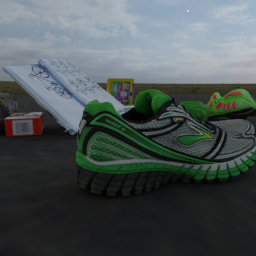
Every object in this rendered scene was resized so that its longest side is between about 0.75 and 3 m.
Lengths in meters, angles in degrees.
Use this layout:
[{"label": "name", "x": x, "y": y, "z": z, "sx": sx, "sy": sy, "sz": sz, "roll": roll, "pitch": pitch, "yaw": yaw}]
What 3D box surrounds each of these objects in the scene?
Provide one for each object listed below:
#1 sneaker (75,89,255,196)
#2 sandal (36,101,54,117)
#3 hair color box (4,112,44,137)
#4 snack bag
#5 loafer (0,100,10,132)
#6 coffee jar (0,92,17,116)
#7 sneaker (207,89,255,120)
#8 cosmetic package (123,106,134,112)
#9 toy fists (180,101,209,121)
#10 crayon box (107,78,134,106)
[{"label": "sneaker", "x": 0.605, "y": 0.075, "z": 3.238, "sx": 2.420, "sy": 1.031, "sz": 0.944, "roll": -4, "pitch": 9, "yaw": -28}, {"label": "sandal", "x": -1.653, "y": -0.559, "z": 7.755, "sx": 0.686, "sy": 0.917, "sz": 2.393, "roll": -27, "pitch": -29, "yaw": 36}, {"label": "hair color box", "x": -2.444, "y": -0.117, "z": 6.734, "sx": 0.745, "sy": 0.429, "sz": 1.343, "roll": -3, "pitch": 8, "yaw": -14}, {"label": "snack bag", "x": -1.451, "y": -0.939, "z": 6.957, "sx": 2.401, "sy": 0.273, "sz": 2.546, "roll": 41, "pitch": 26, "yaw": 12}, {"label": "loafer", "x": -3.306, "y": -0.301, "z": 6.958, "sx": 0.724, "sy": 0.719, "sz": 1.988, "roll": -2, "pitch": 9, "yaw": -23}, {"label": "coffee jar", "x": -4.591, "y": -0.652, "z": 8.658, "sx": 2.195, "sy": 0.937, "sz": 1.145, "roll": 5, "pitch": 11, "yaw": 28}, {"label": "sneaker", "x": 3.341, "y": -0.601, "z": 9.241, "sx": 1.093, "sy": 1.001, "sz": 2.610, "roll": 29, "pitch": 0, "yaw": -9}, {"label": "cosmetic package", "x": 0.019, "y": -0.531, "z": 9.600, "sx": 1.718, "sy": 0.435, "sz": 0.709, "roll": -6, "pitch": 10, "yaw": -38}, {"label": "toy fists", "x": 1.992, "y": -0.494, "z": 8.789, "sx": 0.948, "sy": 0.639, "sz": 1.859, "roll": -6, "pitch": 9, "yaw": 6}, {"label": "crayon box", "x": -0.379, "y": -1.700, "z": 13.977, "sx": 1.320, "sy": 1.530, "sz": 0.446, "roll": -1, "pitch": 8, "yaw": -8}]
